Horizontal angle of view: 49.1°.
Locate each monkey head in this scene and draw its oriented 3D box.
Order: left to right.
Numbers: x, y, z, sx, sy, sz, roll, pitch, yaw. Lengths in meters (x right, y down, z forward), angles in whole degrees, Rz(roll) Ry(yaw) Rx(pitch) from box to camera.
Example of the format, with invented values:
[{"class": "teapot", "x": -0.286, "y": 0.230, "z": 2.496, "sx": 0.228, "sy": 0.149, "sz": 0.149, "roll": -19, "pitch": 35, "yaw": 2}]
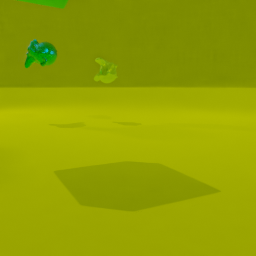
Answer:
[{"class": "monkey head", "x": -2.864, "y": -2.325, "z": 9.236, "sx": 0.913, "sy": 1.090, "sz": 1.516, "roll": 27, "pitch": 25, "yaw": -13}, {"class": "monkey head", "x": -0.788, "y": -1.917, "z": 9.417, "sx": 0.848, "sy": 0.710, "sz": 1.179, "roll": 27, "pitch": -17, "yaw": -39}]

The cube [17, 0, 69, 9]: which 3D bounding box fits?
[{"class": "cube", "x": -1.503, "y": -2.874, "z": 4.357, "sx": 1.321, "sy": 1.321, "sz": 1.321, "roll": 1, "pitch": -2, "yaw": -25}]
